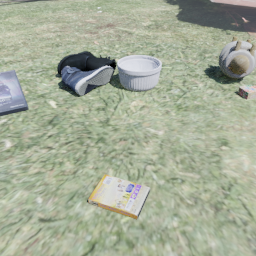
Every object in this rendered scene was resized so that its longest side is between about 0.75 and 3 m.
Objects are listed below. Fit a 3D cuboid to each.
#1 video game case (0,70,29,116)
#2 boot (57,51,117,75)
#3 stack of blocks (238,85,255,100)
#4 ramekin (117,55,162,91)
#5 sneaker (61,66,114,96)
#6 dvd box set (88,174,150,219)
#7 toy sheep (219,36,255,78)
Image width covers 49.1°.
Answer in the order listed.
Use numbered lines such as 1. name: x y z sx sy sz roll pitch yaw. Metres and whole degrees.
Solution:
1. video game case: -5.554 -1.469 11.829 2.050 0.272 2.870 -16 48 -22
2. boot: -1.968 -3.067 14.073 2.066 0.933 2.522 27 43 26
3. stack of blocks: 5.553 -1.632 12.406 1.124 0.329 0.647 -11 36 -16
4. ramekin: 0.522 -2.540 13.076 2.045 1.073 2.045 0 34 0
5. sneaker: -1.982 -2.504 13.147 1.752 0.922 2.425 29 45 31
6. dvd box set: -0.216 1.808 7.512 1.389 0.204 1.016 13 36 17
7. toy sheep: 5.331 -3.377 13.617 1.937 1.937 2.809 9 27 12
